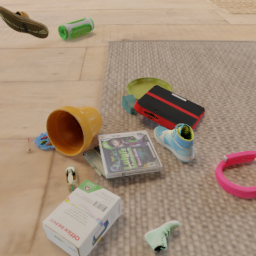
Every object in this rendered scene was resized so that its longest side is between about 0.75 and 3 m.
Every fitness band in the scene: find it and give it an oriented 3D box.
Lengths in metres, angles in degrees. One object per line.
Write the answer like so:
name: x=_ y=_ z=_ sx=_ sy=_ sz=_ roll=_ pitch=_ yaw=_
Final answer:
fitness band: x=4.146 y=1.515 z=9.470 sx=2.348 sy=0.439 sz=1.686 roll=-9 pitch=40 yaw=-10

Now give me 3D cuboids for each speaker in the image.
speaker: x=-3.557 y=-6.926 z=19.433 sx=1.098 sy=1.098 sz=2.483 roll=32 pitch=49 yaw=33

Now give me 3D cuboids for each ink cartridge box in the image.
ink cartridge box: x=-1.251 y=2.534 z=7.900 sx=1.344 sy=0.809 sz=1.850 roll=22 pitch=42 yaw=26

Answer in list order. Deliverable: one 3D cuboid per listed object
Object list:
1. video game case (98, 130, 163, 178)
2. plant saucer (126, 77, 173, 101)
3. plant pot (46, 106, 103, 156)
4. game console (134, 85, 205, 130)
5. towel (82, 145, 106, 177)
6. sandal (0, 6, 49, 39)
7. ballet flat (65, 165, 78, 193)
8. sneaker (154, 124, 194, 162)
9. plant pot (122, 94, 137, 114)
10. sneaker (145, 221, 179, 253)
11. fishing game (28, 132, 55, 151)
video game case: x=0.007 y=0.863 z=10.096 sx=1.947 sy=0.250 sz=2.142 roll=-6 pitch=37 yaw=-11
plant saucer: x=1.031 y=-1.790 z=13.638 sx=2.241 sy=0.348 sz=2.241 roll=1 pitch=39 yaw=-1
plant pot: x=-1.852 y=-0.074 z=10.575 sx=1.785 sy=1.785 sz=1.634 roll=20 pitch=27 yaw=23
game console: x=1.809 y=-0.826 z=12.075 sx=2.648 sy=0.411 sz=2.342 roll=29 pitch=39 yaw=15
towel: x=-0.655 y=1.084 z=10.206 sx=1.506 sy=0.270 sz=1.564 roll=-23 pitch=42 yaw=-30
sandal: x=-3.448 y=-3.572 z=9.363 sx=1.911 sy=0.767 sz=0.516 roll=21 pitch=62 yaw=5
ballet flat: x=-1.893 y=1.585 z=9.383 sx=0.442 sy=0.410 sz=1.255 roll=-17 pitch=40 yaw=-9
sneaker: x=1.736 y=0.187 z=10.397 sx=0.811 sy=1.331 sz=2.038 roll=-26 pitch=45 yaw=-27
plant pot: x=0.119 y=-1.024 z=12.570 sx=0.545 sy=0.545 sz=0.772 roll=-14 pitch=48 yaw=-17
sneaker: x=1.046 y=2.988 z=7.664 sx=1.043 sy=0.384 sz=0.615 roll=-22 pitch=37 yaw=-11
fishing game: x=-3.104 y=0.431 z=10.973 sx=1.623 sy=0.252 sz=1.162 roll=-12 pitch=38 yaw=-14
